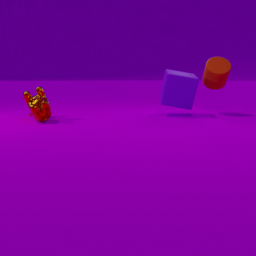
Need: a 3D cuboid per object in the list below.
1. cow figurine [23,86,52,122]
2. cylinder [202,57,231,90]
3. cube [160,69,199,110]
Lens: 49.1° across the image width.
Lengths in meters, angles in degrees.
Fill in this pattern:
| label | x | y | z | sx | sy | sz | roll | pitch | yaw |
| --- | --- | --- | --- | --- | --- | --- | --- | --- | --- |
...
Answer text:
| label | x | y | z | sx | sy | sz | roll | pitch | yaw |
| --- | --- | --- | --- | --- | --- | --- | --- | --- | --- |
| cow figurine | -3.307 | -0.745 | 10.498 | 0.929 | 1.665 | 1.692 | -24 | 56 | -16 |
| cylinder | 3.770 | -2.327 | 11.958 | 1.015 | 1.015 | 1.015 | 1 | -32 | 4 |
| cube | 2.090 | -1.625 | 11.671 | 1.286 | 1.286 | 1.286 | 10 | 20 | 1 |
